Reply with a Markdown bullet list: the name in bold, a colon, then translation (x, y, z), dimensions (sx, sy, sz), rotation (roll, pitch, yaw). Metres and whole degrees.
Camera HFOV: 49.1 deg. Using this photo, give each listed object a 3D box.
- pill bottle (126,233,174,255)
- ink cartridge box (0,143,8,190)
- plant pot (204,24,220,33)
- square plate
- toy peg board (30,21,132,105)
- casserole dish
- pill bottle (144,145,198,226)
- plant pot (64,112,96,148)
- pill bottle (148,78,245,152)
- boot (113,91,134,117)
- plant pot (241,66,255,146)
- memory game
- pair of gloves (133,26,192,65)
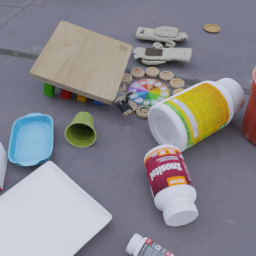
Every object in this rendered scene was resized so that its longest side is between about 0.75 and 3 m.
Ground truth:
- **pill bottle**: translation (0.491, 2.896, 6.429), dimensions (0.993, 0.566, 0.566), rotation (26, 53, 21)
- **ink cartridge box**: translation (-4.418, 1.174, 7.902), dimensions (1.707, 0.731, 1.260), rotation (-6, 48, -8)
- **plant pot**: translation (4.169, -4.941, 13.934), dimensions (0.819, 0.113, 0.819), rotation (0, 48, 0)
- **square plate**: translation (-2.204, 2.377, 7.037), dimensions (2.619, 0.376, 2.644), rotation (34, 56, 27)
- **toy peg board**: translation (-1.674, -2.159, 10.610), dimensions (2.926, 1.437, 2.938), rotation (19, 57, -4)
- **casserole dish**: translation (-2.987, 0.405, 8.823), dimensions (1.310, 0.420, 2.163), rotation (-7, 47, -6)
- **pill bottle**: translation (1.133, 1.479, 7.367), dimensions (1.091, 1.091, 1.931), rotation (-8, 48, -7)
- **plant pot**: translation (-1.468, -0.039, 8.982), dimensions (0.981, 0.981, 0.932), rotation (-1, 35, -1)
- **pill bottle**: translation (2.229, -0.513, 8.826), dimensions (2.915, 1.619, 1.619), rotation (-27, 53, -23)
- **boot**: translation (-0.020, -0.823, 9.396), dimensions (0.889, 0.325, 0.669), rotation (-35, 92, -39)
- **plant pot**: translation (4.594, -0.565, 8.527), dimensions (2.218, 2.158, 2.218), rotation (0, 47, 0)
- **memory game**: translation (0.808, -1.429, 10.654), dimensions (2.971, 0.189, 2.971), rotation (0, 47, 0)
- **pair of gloves**: translation (1.509, -3.669, 12.511), dimensions (2.483, 0.512, 2.920), rotation (1, 45, 6)
